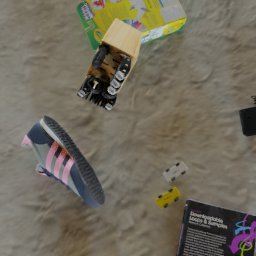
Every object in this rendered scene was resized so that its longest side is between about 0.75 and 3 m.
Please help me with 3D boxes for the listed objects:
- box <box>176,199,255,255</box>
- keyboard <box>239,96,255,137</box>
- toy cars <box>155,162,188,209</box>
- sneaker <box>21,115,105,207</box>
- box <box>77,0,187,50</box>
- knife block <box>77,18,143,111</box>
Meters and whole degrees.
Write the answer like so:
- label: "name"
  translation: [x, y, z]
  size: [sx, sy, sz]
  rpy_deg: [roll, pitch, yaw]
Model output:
- label: "box"
  translation: [2.143, 3.234, 6.976]
  size: [1.823, 0.460, 2.549]
  rpy_deg: [14, 77, 3]
- label: "keyboard"
  translation: [4.239, -0.493, 8.094]
  size: [2.158, 0.428, 1.123]
  rpy_deg: [-11, 98, -4]
- label: "toy cars"
  translation: [1.166, 1.534, 7.517]
  size: [0.613, 0.303, 1.368]
  rpy_deg: [18, 72, 6]
- label: "sneaker"
  translation: [-1.734, 1.070, 7.413]
  size: [1.154, 0.987, 2.813]
  rpy_deg: [-39, 75, 7]
- label: "box"
  translation: [0.073, -3.425, 8.623]
  size: [2.985, 0.722, 1.751]
  rpy_deg: [-20, 77, -8]
- label: "knife block"
  translation: [-0.230, -1.500, 5.748]
  size: [0.783, 2.149, 2.449]
  rpy_deg: [27, 78, -11]
